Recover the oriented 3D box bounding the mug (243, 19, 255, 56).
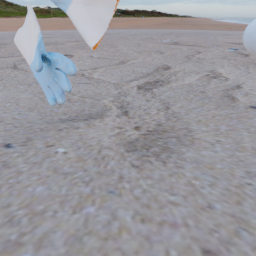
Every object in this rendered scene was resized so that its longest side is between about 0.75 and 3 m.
[{"bbox_3d":[4.072,-2.431,7.617,1.468,1.084,1.287,-6,26,6],"label":"mug"}]

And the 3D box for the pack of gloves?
[{"bbox_3d":[-1.456,-1.914,4.934,0.549,2.339,2.785,2,39,-43],"label":"pack of gloves"}]
